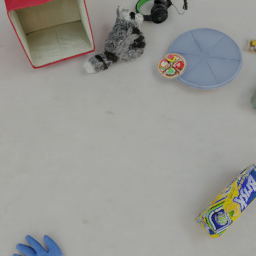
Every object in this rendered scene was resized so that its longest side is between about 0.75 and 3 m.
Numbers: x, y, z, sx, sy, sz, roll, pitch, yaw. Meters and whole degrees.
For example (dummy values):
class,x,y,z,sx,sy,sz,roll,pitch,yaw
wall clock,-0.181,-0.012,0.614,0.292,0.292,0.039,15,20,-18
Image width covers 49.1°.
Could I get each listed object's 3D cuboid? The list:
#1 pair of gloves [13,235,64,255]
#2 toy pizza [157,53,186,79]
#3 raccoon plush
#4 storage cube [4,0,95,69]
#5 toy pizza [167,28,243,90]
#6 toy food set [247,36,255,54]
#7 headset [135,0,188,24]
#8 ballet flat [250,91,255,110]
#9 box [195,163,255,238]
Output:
class,x,y,z,sx,sy,sz,roll,pitch,yaw
pair of gloves,-2.700,4.429,7.734,2.105,0.298,2.618,31,69,13
toy pizza,1.624,-2.344,10.465,1.096,0.174,1.096,-5,71,14
raccoon plush,-0.654,-3.583,10.852,2.923,1.414,1.958,-21,59,-9
storage cube,-2.927,-4.240,10.300,2.501,2.926,2.630,-19,61,-8
toy pizza,2.915,-2.650,10.803,2.829,0.448,2.829,-2,67,5
toy food set,5.321,-3.299,11.215,1.015,0.307,0.729,17,67,7
headset,1.372,-5.127,11.642,2.215,1.041,1.368,10,66,17
ballet flat,5.541,-1.723,10.165,0.978,0.924,2.902,39,71,16
box,3.159,2.184,8.440,2.385,0.836,0.767,-40,72,-16
